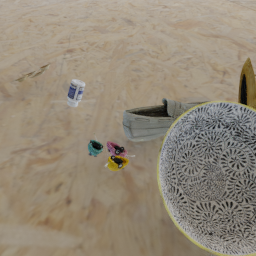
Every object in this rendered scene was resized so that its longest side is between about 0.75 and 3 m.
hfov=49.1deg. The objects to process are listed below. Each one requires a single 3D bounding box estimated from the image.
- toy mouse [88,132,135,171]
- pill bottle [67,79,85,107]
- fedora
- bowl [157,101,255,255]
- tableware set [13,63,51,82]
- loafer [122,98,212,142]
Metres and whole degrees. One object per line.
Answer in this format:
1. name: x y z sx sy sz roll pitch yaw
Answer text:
1. toy mouse: -0.540 0.613 7.141 1.407 0.306 1.583 39 22 32
2. pill bottle: -1.749 -1.145 9.285 0.467 0.840 0.467 18 24 -8
3. fedora: 3.713 -0.726 7.763 1.065 2.611 2.611 1 34 15
4. bowl: 1.810 1.003 5.807 2.881 1.352 2.881 2 76 -10
5. tableware set: -3.729 -2.139 10.998 1.309 0.182 1.567 -17 23 10
6. loafer: 1.271 -0.380 8.174 2.906 1.014 1.016 -14 32 -8
